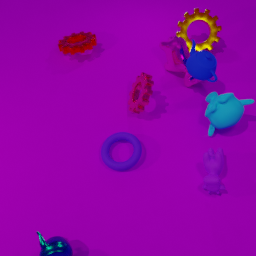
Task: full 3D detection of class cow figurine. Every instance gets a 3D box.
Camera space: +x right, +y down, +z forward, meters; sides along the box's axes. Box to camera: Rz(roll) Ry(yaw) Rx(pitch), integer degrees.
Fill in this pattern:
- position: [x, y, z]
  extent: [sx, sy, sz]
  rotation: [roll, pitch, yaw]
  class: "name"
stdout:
- position: [1.862, -2.209, 9.234]
  extent: [0.922, 1.679, 1.652]
  rotation: [-32, 31, -16]
  class: "cow figurine"
- position: [2.276, 1.126, 7.397]
  extent: [0.592, 1.061, 1.078]
  rotation: [-3, 9, 27]
  class: "cow figurine"

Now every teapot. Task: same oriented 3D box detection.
- position: [2.244, -1.981, 8.471]
  extent: [0.940, 0.741, 1.512]
  rotation: [-18, 68, -22]
  class: "teapot"
- position: [-1.612, 2.675, 6.168]
  extent: [0.708, 1.139, 0.558]
  rotation: [-37, 30, 4]
  class: "teapot"

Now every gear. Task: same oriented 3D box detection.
- position: [-1.837, -3.114, 10.212]
  extent: [1.398, 0.259, 1.398]
  rotation: [-6, 41, 5]
  class: "gear"
- position: [2.523, -3.442, 10.057]
  extent: [1.566, 0.290, 1.566]
  rotation: [1, 99, 6]
  class: "gear"
- position: [0.370, -1.054, 8.510]
  extent: [0.230, 1.243, 1.243]
  rotation: [15, 54, -22]
  class: "gear"

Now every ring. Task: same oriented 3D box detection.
- position: [-0.191, 0.639, 7.903]
  extent: [1.178, 0.236, 1.178]
  rotation: [-4, 60, 7]
  class: "ring"

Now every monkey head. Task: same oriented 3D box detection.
- position: [2.764, -0.543, 8.177]
  extent: [1.591, 0.959, 1.145]
  rotation: [-41, 21, 16]
  class: "monkey head"
